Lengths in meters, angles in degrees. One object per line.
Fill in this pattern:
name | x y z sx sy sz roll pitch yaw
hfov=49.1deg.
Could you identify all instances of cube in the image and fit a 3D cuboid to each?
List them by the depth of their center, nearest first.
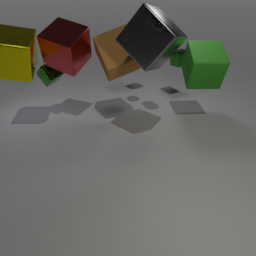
cube | 0.760 -2.794 8.763 1.400 1.400 1.400 48 29 5
cube | -4.031 -2.630 9.872 1.400 1.400 1.400 5 44 -10
cube | -2.353 -3.085 10.658 1.400 1.400 1.400 22 56 13
cube | -0.399 -2.859 10.809 1.400 1.400 1.400 -23 -6 -4
cube | 3.068 -2.541 11.314 1.400 1.400 1.400 -1 53 -3
cube | -3.194 -2.230 11.461 0.700 0.700 0.700 -41 9 -31
cube | 2.515 -3.417 13.637 0.700 0.700 0.700 -18 28 -21
